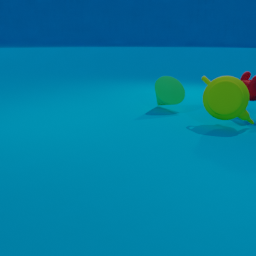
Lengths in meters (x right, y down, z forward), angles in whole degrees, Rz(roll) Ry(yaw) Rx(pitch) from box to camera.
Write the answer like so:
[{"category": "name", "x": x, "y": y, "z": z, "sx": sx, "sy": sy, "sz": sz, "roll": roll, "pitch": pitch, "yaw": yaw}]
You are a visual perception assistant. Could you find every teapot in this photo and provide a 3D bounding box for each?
[{"category": "teapot", "x": 2.973, "y": -0.837, "z": 8.375, "sx": 2.083, "sy": 1.295, "sz": 1.020, "roll": 47, "pitch": 19, "yaw": 13}]

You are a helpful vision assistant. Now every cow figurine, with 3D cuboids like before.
[{"category": "cow figurine", "x": 4.010, "y": -1.144, "z": 9.582, "sx": 0.823, "sy": 1.475, "sz": 1.499, "roll": 19, "pitch": 19, "yaw": -8}]

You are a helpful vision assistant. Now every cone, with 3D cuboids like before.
[{"category": "cone", "x": 1.362, "y": -1.143, "z": 10.687, "sx": 1.205, "sy": 1.205, "sz": 1.209, "roll": -7, "pitch": -21, "yaw": -21}]
